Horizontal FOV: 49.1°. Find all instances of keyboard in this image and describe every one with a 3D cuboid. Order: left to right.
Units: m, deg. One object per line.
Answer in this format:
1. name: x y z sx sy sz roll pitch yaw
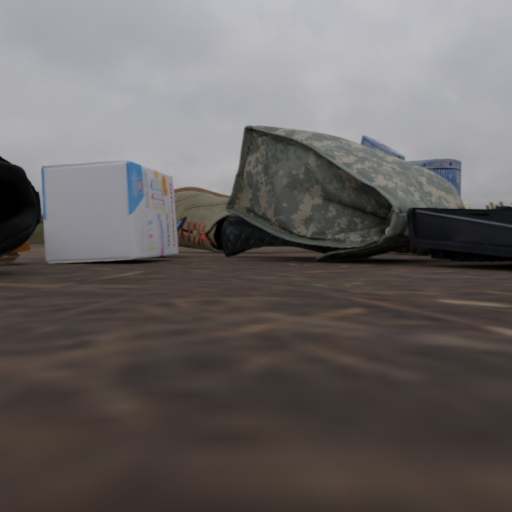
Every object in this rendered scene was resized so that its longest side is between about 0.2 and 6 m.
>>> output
1. keyboard: 3.433 -0.177 5.635 4.011 0.515 2.409 0 11 -25

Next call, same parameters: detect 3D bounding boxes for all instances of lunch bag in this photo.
1. lunch bag: 1.123 -0.654 6.653 2.259 1.328 1.853 27 22 36

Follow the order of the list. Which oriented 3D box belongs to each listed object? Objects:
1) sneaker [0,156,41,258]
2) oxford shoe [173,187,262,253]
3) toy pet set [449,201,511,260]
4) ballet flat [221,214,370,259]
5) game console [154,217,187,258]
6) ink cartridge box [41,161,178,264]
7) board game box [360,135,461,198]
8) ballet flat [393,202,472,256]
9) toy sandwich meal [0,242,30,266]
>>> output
1. sneaker: -2.547 -0.370 3.107 1.503 1.037 2.702 -9 -11 34
2. oxford shoe: -1.130 -0.694 11.586 3.556 1.253 1.330 -3 21 12
3. toy pet set: 2.660 -0.156 6.952 1.147 0.609 1.071 -33 16 -18
4. ballet flat: 0.595 -0.198 8.134 2.356 0.669 0.783 8 12 24
5. game console: -1.520 -0.292 8.218 0.910 0.627 1.056 4 0 -11
6. ink cartridge box: -1.560 -0.462 6.387 0.993 1.019 1.585 -3 2 11
7. board game box: 3.443 -1.552 13.733 2.879 2.877 0.888 0 1 35
8. ballet flat: 2.702 -0.487 9.365 0.748 0.875 2.633 41 -11 -5
9. toy sandwich meal: -2.827 -0.107 5.421 1.182 0.405 1.182 0 1 0
